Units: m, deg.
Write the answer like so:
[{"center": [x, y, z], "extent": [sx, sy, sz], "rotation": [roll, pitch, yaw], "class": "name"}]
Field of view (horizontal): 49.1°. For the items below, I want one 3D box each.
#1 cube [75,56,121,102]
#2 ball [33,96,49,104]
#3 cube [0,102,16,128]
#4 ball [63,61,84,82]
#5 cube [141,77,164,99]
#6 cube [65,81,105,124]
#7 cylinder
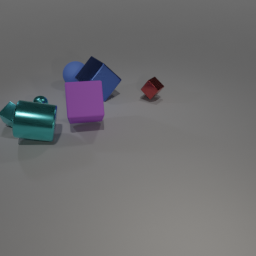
[{"center": [-1.473, -2.413, 13.758], "extent": [1.400, 1.400, 1.400], "rotation": [-52, 43, 2], "class": "cube"}, {"center": [-4.020, -1.143, 12.883], "extent": [0.700, 0.700, 0.700], "rotation": [0, 31, 0], "class": "ball"}, {"center": [-4.703, -0.504, 11.461], "extent": [0.700, 0.700, 0.700], "rotation": [28, 62, 9], "class": "cube"}, {"center": [-2.786, -2.863, 15.025], "extent": [1.400, 1.400, 1.400], "rotation": [0, 31, 0], "class": "ball"}, {"center": [1.192, -1.949, 13.636], "extent": [0.700, 0.700, 0.700], "rotation": [47, 42, 6], "class": "cube"}, {"center": [-1.739, -1.007, 11.264], "extent": [1.400, 1.400, 1.400], "rotation": [-5, -7, -9], "class": "cube"}, {"center": [-3.434, -0.254, 10.468], "extent": [1.400, 1.400, 1.400], "rotation": [7, 30, -13], "class": "cylinder"}]
